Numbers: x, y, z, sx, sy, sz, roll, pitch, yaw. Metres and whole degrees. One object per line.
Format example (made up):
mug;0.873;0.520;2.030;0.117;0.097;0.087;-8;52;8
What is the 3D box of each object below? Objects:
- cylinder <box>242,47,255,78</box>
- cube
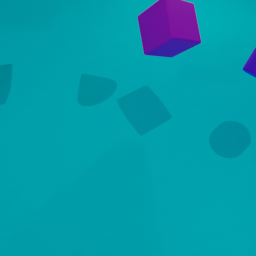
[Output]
cylinder;3.545;-1.664;6.882;1.017;1.017;1.017;25;17;-8
cube;1.089;-2.633;7.471;1.117;1.117;1.117;-6;84;-38
